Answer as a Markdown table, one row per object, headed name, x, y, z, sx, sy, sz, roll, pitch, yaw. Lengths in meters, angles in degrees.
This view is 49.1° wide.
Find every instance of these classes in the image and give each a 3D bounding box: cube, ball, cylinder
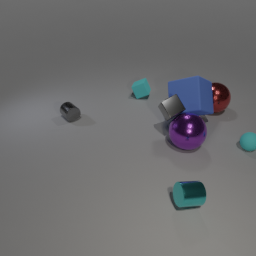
| name | x | y | z | sx | sy | sz | roll | pitch | yaw |
| --- | --- | --- | --- | --- | --- | --- | --- | --- | --- |
| cube | 1.663 | -0.772 | 10.702 | 0.700 | 0.700 | 0.700 | -29 | -6 | -7 |
| ball | 2.218 | 0.126 | 10.414 | 1.400 | 1.400 | 1.400 | 0 | 31 | 0 |
| cube | 2.643 | -1.270 | 11.787 | 1.400 | 1.400 | 1.400 | -6 | -7 | 37 |
| ball | 4.547 | 0.504 | 10.451 | 0.700 | 0.700 | 0.700 | 0 | 31 | 0 |
| cylinder | -2.568 | -0.723 | 12.433 | 0.700 | 0.700 | 0.700 | -21 | 37 | -30 |
| cube | 0.682 | -2.026 | 14.310 | 0.700 | 0.700 | 0.700 | -17 | 25 | 23 |
| cylinder | 1.727 | 1.853 | 7.904 | 0.700 | 0.700 | 0.700 | 1 | 30 | -17 |
| ball | 3.975 | -1.388 | 12.839 | 1.400 | 1.400 | 1.400 | 0 | 31 | 0 |
